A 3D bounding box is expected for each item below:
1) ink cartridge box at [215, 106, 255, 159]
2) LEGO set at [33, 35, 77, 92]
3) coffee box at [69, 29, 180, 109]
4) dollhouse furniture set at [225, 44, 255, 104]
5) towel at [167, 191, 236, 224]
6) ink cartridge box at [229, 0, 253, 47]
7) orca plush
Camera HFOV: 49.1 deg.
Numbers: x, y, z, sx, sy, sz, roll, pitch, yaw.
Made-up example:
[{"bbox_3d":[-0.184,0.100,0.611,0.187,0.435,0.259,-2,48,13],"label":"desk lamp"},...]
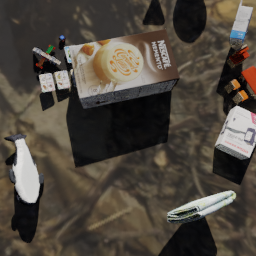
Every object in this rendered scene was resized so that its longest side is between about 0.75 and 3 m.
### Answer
[{"bbox_3d":[3.013,0.141,7.563,0.852,0.496,1.177,26,80,5],"label":"ink cartridge box"},{"bbox_3d":[-2.029,-1.868,8.149,1.244,0.409,1.666,-13,80,-15],"label":"LEGO set"},{"bbox_3d":[-0.118,-1.582,7.580,2.609,1.040,1.492,-13,80,-5],"label":"coffee box"},{"bbox_3d":[3.377,-1.544,7.795,1.360,0.700,1.345,-29,80,-6],"label":"dollhouse furniture set"},{"bbox_3d":[1.709,1.880,6.572,1.354,1.159,0.326,-10,73,-37],"label":"towel"},{"bbox_3d":[3.125,-2.879,7.673,0.372,0.636,1.097,17,94,19],"label":"ink cartridge box"},{"bbox_3d":[-2.879,1.137,7.290,0.683,1.011,1.922,-30,81,26],"label":"orca plush"}]
